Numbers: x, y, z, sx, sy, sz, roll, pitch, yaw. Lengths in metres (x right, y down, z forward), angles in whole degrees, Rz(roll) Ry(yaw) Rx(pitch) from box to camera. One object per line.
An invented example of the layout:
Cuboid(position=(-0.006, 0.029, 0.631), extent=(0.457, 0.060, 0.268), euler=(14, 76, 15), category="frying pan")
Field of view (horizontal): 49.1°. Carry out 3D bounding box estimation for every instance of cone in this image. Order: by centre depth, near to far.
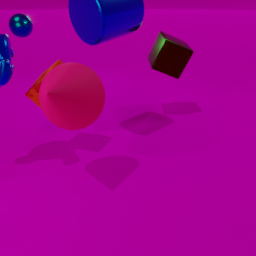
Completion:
Cuboid(position=(-1.031, -0.505, 4.331), extent=(1.184, 1.184, 1.188), euler=(2, 5, 5), category="cone")

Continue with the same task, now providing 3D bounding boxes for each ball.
Cuboid(position=(-3.456, -3.305, 9.042), extent=(0.745, 0.745, 0.745), euler=(0, 25, 0), category="ball")

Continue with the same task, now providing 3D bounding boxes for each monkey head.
Cuboid(position=(-2.615, -1.183, 4.967), extent=(1.077, 1.788, 1.286), euler=(7, 20, -32), category="monkey head")

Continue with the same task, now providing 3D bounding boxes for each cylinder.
Cuboid(position=(-0.465, -2.529, 6.062), extent=(1.197, 1.197, 1.197), euler=(-31, 38, -34), category="cylinder")

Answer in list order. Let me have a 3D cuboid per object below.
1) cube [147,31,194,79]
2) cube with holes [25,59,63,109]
Cuboid(position=(1.211, -2.136, 8.197), extent=(0.911, 0.911, 0.911), euler=(18, 30, -17), category="cube")
Cuboid(position=(-1.602, -0.860, 6.185), extent=(0.769, 0.769, 0.769), euler=(-23, 33, 41), category="cube with holes")
